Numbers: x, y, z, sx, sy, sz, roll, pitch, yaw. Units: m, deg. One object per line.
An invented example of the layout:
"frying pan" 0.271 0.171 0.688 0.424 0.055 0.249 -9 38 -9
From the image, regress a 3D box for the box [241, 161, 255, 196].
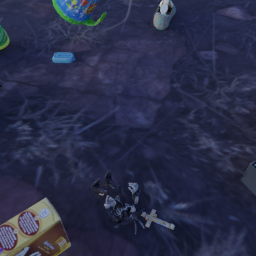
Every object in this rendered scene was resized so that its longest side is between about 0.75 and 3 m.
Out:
"box" 4.027 1.509 6.628 1.452 0.811 2.057 -20 51 -22

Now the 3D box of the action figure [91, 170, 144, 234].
"action figure" -0.193 1.683 6.509 0.918 0.788 1.545 -25 50 -35

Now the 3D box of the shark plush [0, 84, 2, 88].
"shark plush" -5.034 -0.826 8.810 1.051 1.147 2.524 -9 45 34

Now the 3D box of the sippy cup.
"sippy cup" -1.446 -4.102 8.561 1.748 1.281 1.372 13 65 -33

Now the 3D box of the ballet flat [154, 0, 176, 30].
"ballet flat" 1.779 -5.539 13.097 0.875 0.827 2.596 10 48 9

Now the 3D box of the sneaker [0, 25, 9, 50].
"sneaker" -5.830 -3.267 10.857 0.925 1.044 2.499 26 53 21

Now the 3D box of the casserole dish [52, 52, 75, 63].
"casserole dish" -2.546 -2.783 11.009 0.928 0.180 0.562 2 47 3

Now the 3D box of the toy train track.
"toy train track" 0.694 2.138 6.514 0.805 0.131 0.462 19 50 16

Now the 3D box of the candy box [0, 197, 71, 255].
"candy box" -2.329 2.494 5.338 2.354 1.373 0.665 -32 55 -25
